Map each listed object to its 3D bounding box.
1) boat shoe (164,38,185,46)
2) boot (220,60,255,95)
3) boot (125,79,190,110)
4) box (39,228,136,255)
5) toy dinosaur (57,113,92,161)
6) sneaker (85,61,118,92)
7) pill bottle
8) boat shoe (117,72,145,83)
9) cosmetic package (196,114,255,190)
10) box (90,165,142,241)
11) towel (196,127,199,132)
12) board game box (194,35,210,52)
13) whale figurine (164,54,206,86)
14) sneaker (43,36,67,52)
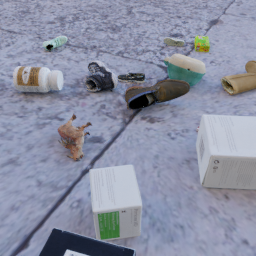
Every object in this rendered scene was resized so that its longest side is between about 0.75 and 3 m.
[{"bbox_3d":[2.245,-4.202,13.638,1.026,0.358,0.365,12,32,6],"label":"boat shoe"},{"bbox_3d":[4.353,-1.972,10.653,1.834,0.607,1.607,-12,41,-13],"label":"boot"},{"bbox_3d":[0.955,-0.999,9.151,2.194,0.820,1.063,-8,29,10],"label":"boot"},{"bbox_3d":[-0.602,2.494,4.214,1.288,1.735,0.929,10,40,12],"label":"box"},{"bbox_3d":[-1.654,0.191,7.983,1.042,0.660,1.538,-37,46,-28],"label":"toy dinosaur"},{"bbox_3d":[-1.254,-1.941,10.521,1.040,0.689,1.827,-24,46,-28],"label":"sneaker"},{"bbox_3d":[-3.203,-1.742,10.107,1.573,0.899,0.899,3,39,4],"label":"pill bottle"},{"bbox_3d":[0.127,-2.011,10.897,1.107,0.334,0.419,3,40,4],"label":"boat shoe"},{"bbox_3d":[3.313,0.603,7.019,2.924,1.186,1.650,5,40,4],"label":"cosmetic package"},{"bbox_3d":[-0.267,1.562,5.871,0.955,1.109,1.115,-6,39,-8],"label":"box"},{"bbox_3d":[2.526,-0.004,8.627,0.556,0.088,0.772,32,50,30],"label":"towel"},{"bbox_3d":[3.551,-4.056,13.453,0.638,0.299,1.257,5,39,6],"label":"board game box"},{"bbox_3d":[2.124,-2.201,10.772,1.681,1.096,2.113,16,17,-3],"label":"whale figurine"},{"bbox_3d":[-3.370,-3.946,13.191,1.210,0.445,0.714,-23,38,-12],"label":"sneaker"}]
